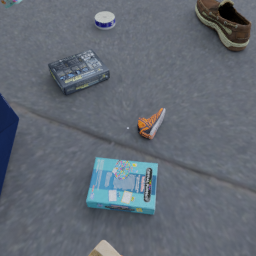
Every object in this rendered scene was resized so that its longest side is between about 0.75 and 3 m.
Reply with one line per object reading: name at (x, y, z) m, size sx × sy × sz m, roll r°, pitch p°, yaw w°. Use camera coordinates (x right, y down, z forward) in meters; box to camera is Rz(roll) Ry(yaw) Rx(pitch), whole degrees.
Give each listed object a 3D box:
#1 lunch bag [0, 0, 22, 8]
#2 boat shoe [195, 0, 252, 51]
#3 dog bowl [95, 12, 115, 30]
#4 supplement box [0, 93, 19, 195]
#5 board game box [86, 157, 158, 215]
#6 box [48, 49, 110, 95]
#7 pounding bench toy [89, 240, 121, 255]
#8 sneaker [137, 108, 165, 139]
lunch bag at (-2.569, -3.365, 6.255) m, size 0.633 × 0.885 × 1.039 m, roll 4°, pitch 51°, yaw 40°
boat shoe at (3.474, -4.116, 10.090) m, size 1.114 × 1.116 × 3.018 m, roll -18°, pitch 55°, yaw -13°
dog bowl at (-0.866, -4.057, 10.563) m, size 0.761 × 0.300 × 0.761 m, roll 0°, pitch 53°, yaw 0°
supplement box at (-4.237, 0.486, 5.933) m, size 2.738 × 1.840 × 2.741 m, roll 3°, pitch 63°, yaw 2°
board game box at (-0.101, 1.322, 6.501) m, size 1.512 × 0.355 × 1.142 m, roll 6°, pitch 53°, yaw 4°
box at (-1.534, -1.782, 8.796) m, size 1.569 × 0.400 × 1.237 m, roll -26°, pitch 56°, yaw -19°
pounding bench toy at (-0.265, 2.125, 2.676) m, size 1.401 × 2.255 × 1.759 m, roll 42°, pitch 46°, yaw 14°
sneaker at (0.601, -0.225, 7.633) m, size 0.587 × 0.406 × 1.047 m, roll 24°, pitch 57°, yaw 16°
